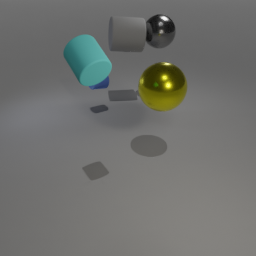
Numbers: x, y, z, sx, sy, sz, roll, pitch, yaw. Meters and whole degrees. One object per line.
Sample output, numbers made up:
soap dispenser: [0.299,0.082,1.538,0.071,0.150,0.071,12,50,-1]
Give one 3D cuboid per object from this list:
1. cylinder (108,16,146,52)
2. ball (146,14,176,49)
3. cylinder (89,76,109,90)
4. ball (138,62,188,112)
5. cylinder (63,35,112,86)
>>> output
cylinder: [-0.062,-3.956,11.881,1.400,1.400,1.400,-1,28,-11]
ball: [1.354,-4.154,12.091,1.400,1.400,1.400,0,29,0]
cylinder: [-1.265,-2.014,11.924,0.700,0.700,0.700,-11,30,-34]
ball: [0.985,-1.165,7.999,1.400,1.400,1.400,0,29,0]
cylinder: [-0.776,-1.288,5.369,0.700,0.700,0.700,-20,67,-32]
